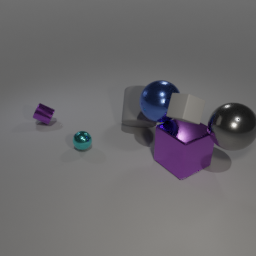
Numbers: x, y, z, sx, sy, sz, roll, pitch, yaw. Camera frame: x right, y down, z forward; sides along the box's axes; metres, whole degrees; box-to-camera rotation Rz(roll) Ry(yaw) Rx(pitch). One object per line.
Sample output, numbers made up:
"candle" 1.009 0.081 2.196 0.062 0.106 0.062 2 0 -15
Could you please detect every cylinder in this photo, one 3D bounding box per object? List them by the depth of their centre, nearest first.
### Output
"cylinder" 0.495 -0.828 11.237 1.400 1.400 1.400 5 -11 1
"cylinder" -3.536 -0.596 11.790 0.700 0.700 0.700 25 27 -14

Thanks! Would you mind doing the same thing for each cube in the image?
"cube" 1.632 -0.552 7.916 0.700 0.700 0.700 14 0 -34
"cube" 1.849 0.594 9.318 1.400 1.400 1.400 -19 35 -30

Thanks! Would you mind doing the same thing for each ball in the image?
"ball" 3.037 -0.040 8.135 1.400 1.400 1.400 0 30 0
"ball" 1.072 -0.873 9.258 1.400 1.400 1.400 0 30 0
"ball" -1.661 0.449 10.191 0.700 0.700 0.700 0 30 0
